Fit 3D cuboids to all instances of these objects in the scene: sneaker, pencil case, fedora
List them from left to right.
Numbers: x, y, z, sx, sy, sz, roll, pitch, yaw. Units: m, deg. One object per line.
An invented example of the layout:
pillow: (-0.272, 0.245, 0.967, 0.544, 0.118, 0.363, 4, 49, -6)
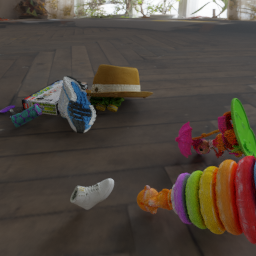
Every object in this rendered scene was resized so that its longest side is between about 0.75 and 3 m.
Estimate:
pencil case: (-3.201, -0.401, 8.825, 0.956, 0.407, 0.442, -25, 49, 9)
sneaker: (-1.773, -0.568, 9.104, 0.943, 1.090, 2.514, 17, 33, -32)
sneaker: (-0.711, 1.219, 5.353, 0.507, 0.878, 0.323, 35, 21, -36)
fedora: (-0.446, -1.715, 10.347, 2.865, 1.168, 2.865, 2, 7, 0)

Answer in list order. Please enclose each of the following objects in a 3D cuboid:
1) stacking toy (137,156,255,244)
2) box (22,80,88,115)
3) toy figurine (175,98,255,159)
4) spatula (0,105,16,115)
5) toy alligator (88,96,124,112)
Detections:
stacking toy: (1.319, 1.270, 4.970, 2.609, 1.514, 1.432, -11, 9, 31)
box: (-2.766, -1.275, 11.040, 1.437, 0.453, 2.611, 8, 27, 16)
toy figurine: (2.120, 0.285, 7.041, 1.717, 1.865, 1.400, -16, 52, 34)
spatula: (-3.894, -0.488, 9.691, 1.736, 0.178, 0.491, 24, 49, 36)
toy alligator: (-0.905, -0.988, 10.286, 2.177, 0.722, 0.523, 9, -18, 38)
